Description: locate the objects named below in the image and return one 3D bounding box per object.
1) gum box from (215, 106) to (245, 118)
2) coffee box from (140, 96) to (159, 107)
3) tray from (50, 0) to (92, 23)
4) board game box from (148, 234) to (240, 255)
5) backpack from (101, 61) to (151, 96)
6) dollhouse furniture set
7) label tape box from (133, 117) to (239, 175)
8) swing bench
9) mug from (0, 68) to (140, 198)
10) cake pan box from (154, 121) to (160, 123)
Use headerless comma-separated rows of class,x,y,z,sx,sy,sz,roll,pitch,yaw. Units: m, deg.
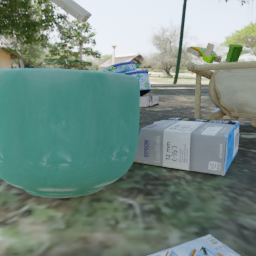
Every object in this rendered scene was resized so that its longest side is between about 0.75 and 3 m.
gum box,4.637,-0.741,10.842,1.958,0.436,1.664,-10,15,-42
coffee box,0.919,-1.308,13.633,0.687,0.485,1.216,4,11,34
tray,-1.245,-2.488,5.672,1.013,0.112,0.544,31,-9,-22
board game box,0.557,1.096,1.968,0.763,0.157,0.765,-5,12,-26
backpack,-0.174,-2.279,13.834,2.486,1.827,2.275,-9,3,-9
dollhouse furniture set,2.781,-2.565,9.105,0.900,0.696,1.802,-7,33,-27
label tape box,0.882,0.205,5.243,2.095,0.692,1.501,7,13,27
swing bench,3.313,-0.608,6.391,2.887,1.873,2.872,-5,12,-28
mug,-1.016,0.036,3.808,2.360,1.459,1.939,3,6,24
cake pan box,1.359,-0.062,7.787,0.920,0.261,0.999,13,17,42
